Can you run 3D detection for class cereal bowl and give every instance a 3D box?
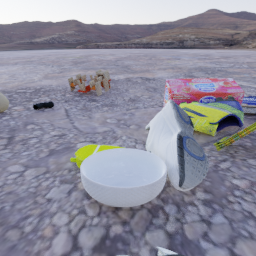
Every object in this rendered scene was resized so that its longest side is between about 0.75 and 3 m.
[{"bbox_3d":[-0.086,1.064,5.718,1.733,0.722,1.733,0,20,0],"label":"cereal bowl"}]

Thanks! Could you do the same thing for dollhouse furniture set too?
[{"bbox_3d":[-1.845,-2.365,15.359,2.107,1.086,2.085,14,35,35],"label":"dollhouse furniture set"}]

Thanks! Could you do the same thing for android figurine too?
[{"bbox_3d":[-0.632,0.776,7.112,1.619,0.332,1.474,3,20,6],"label":"android figurine"}]

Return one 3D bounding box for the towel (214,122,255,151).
[{"bbox_3d":[3.608,-0.267,7.399,2.790,0.252,1.201,-38,-10,33],"label":"towel"}]

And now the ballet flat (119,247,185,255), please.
[{"bbox_3d":[0.291,1.875,3.675,1.825,0.621,0.624,1,10,2],"label":"ballet flat"}]

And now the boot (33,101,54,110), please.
[{"bbox_3d":[-3.651,-0.961,12.046,0.775,0.287,0.635,5,17,35],"label":"boot"}]

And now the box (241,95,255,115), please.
[{"bbox_3d":[5.305,-1.080,12.191,1.487,0.398,2.455,5,19,11],"label":"box"}]

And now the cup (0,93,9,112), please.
[{"bbox_3d":[-5.323,-1.026,11.466,0.987,0.987,0.706,14,-2,34],"label":"cup"}]

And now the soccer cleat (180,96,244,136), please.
[{"bbox_3d":[2.356,-0.248,9.172,2.832,1.184,0.916,-10,-26,5],"label":"soccer cleat"}]

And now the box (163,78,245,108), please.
[{"bbox_3d":[2.698,-1.005,10.332,2.610,1.301,1.246,-1,34,-4],"label":"box"}]

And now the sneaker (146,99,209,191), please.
[{"bbox_3d":[1.082,0.504,6.898,1.090,1.274,2.926,40,25,-21],"label":"sneaker"}]
